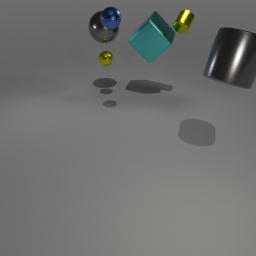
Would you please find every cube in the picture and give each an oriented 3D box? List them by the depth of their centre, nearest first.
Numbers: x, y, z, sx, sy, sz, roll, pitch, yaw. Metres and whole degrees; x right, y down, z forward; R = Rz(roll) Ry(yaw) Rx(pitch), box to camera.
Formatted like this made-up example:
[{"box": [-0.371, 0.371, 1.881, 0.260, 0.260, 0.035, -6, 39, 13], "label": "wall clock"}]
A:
[{"box": [1.105, -4.084, 12.611, 1.400, 1.400, 1.400, -35, 21, 36], "label": "cube"}]

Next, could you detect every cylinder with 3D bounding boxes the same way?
[{"box": [3.008, -1.971, 7.875, 1.400, 1.400, 1.400, 13, 19, -5], "label": "cylinder"}, {"box": [2.351, -4.443, 11.761, 0.700, 0.700, 0.700, 18, 72, 28], "label": "cylinder"}]

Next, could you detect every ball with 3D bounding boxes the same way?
[{"box": [-0.571, -3.711, 9.444, 0.700, 0.700, 0.700, 0, 30, 0], "label": "ball"}, {"box": [-1.093, -4.575, 12.726, 1.400, 1.400, 1.400, 0, 30, 0], "label": "ball"}, {"box": [-1.004, -3.180, 12.844, 0.700, 0.700, 0.700, 0, 30, 0], "label": "ball"}]
